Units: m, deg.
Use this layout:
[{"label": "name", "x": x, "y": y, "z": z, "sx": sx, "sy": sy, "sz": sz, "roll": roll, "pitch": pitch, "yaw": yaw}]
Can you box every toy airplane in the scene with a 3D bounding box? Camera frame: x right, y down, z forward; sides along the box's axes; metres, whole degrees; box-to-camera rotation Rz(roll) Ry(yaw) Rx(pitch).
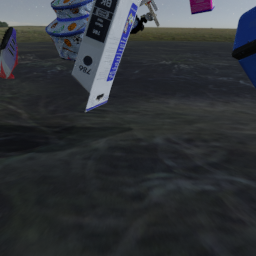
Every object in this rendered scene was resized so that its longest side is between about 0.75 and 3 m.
[{"label": "toy airplane", "x": 0.389, "y": -3.396, "z": 7.213, "sx": 0.962, "sy": 1.363, "sz": 1.357, "roll": -14, "pitch": -6, "yaw": 27}]

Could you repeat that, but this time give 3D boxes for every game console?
[{"label": "game console", "x": 4.085, "y": -2.286, "z": 7.220, "sx": 1.416, "sy": 2.043, "sz": 2.393, "roll": 22, "pitch": -15, "yaw": -23}]

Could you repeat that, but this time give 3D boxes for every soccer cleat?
[{"label": "soccer cleat", "x": -3.990, "y": -2.503, "z": 9.470, "sx": 0.670, "sy": 1.831, "sz": 0.625, "roll": 12, "pitch": 30, "yaw": -31}]

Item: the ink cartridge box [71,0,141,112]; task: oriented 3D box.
[{"label": "ink cartridge box", "x": -0.348, "y": -1.511, "z": 4.747, "sx": 0.468, "sy": 2.390, "sz": 1.188, "roll": 22, "pitch": 17, "yaw": 7}]

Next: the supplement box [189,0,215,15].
[{"label": "supplement box", "x": 2.367, "y": -4.530, "z": 9.131, "sx": 0.714, "sy": 1.382, "sz": 0.700, "roll": 0, "pitch": 31, "yaw": 26}]

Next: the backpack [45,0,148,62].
[{"label": "backpack", "x": -1.333, "y": -3.611, "z": 9.647, "sx": 2.957, "sy": 2.278, "sz": 2.817, "roll": 10, "pitch": 57, "yaw": 41}]
